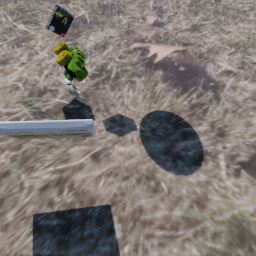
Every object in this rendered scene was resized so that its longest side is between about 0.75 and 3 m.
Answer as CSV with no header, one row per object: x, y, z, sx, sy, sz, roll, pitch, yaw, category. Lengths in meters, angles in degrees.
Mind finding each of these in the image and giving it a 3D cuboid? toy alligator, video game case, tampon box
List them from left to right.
-1.652,0.051,6.035,1.868,1.700,0.214,-2,83,-5,video game case
-2.219,-3.496,9.174,0.600,0.801,0.506,20,21,-32,tampon box
-0.801,-0.957,4.289,0.361,0.498,1.502,-40,41,12,toy alligator
